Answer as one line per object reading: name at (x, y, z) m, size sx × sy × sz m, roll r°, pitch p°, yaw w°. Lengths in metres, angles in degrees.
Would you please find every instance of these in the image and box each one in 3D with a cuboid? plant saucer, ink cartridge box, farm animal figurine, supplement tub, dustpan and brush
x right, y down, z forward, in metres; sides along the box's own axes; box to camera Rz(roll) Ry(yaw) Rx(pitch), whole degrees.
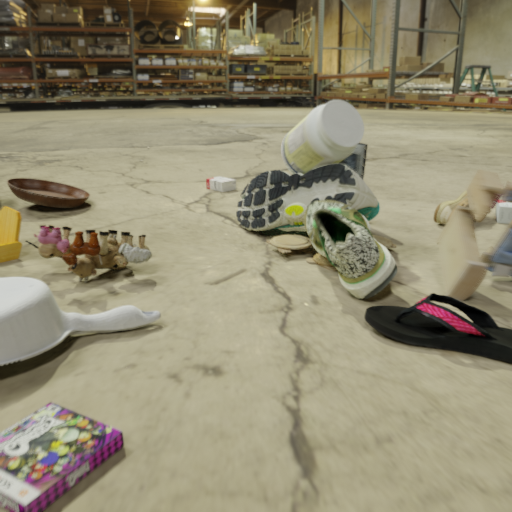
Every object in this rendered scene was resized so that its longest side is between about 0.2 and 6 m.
plant saucer at (-5.109, -1.529, 13.786) m, size 1.942 × 0.334 × 1.942 m, roll 14°, pitch 14°, yaw -3°
ink cartridge box at (5.907, -0.961, 12.504) m, size 0.981 × 0.406 × 0.715 m, roll 5°, pitch 19°, yaw 16°
farm animal figurine at (-2.750, -0.013, 9.205) m, size 1.607 × 0.847 × 1.625 m, roll 0°, pitch 7°, yaw -39°
ink cartridge box at (-0.986, -2.020, 15.820) m, size 0.530 × 0.299 × 0.722 m, roll -17°, pitch 25°, yaw -41°
supplement tub at (1.277, -2.248, 10.923) m, size 1.115 × 1.115 × 1.538 m, roll -10°, pitch -9°, yaw -27°
dustpan and brush at (-2.758, 0.805, 6.904) m, size 3.115 × 0.891 × 2.174 m, roll -14°, pitch 19°, yaw -18°

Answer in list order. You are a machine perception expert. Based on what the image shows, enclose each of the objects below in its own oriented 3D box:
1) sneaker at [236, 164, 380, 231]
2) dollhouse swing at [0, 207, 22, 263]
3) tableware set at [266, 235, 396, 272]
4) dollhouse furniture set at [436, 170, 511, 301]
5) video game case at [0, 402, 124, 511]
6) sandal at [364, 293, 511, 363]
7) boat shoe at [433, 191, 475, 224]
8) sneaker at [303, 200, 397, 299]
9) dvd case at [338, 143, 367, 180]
sneaker at (0.925, -0.967, 11.459) m, size 3.375 × 1.308 × 1.344 m, roll 3°, pitch -16°, yaw 43°
dollhouse swing at (-4.774, -0.387, 10.152) m, size 0.858 × 0.830 × 0.944 m, roll -17°, pitch 26°, yaw -41°
tableware set at (1.403, -0.201, 10.529) m, size 2.141 × 0.248 × 1.789 m, roll -16°, pitch 25°, yaw -39°
dollhouse furniture set at (3.841, -0.096, 8.192) m, size 1.821 × 1.719 × 1.188 m, roll 10°, pitch 48°, yaw -3°
video game case at (-1.871, 1.724, 4.864) m, size 0.964 × 0.190 × 1.063 m, roll 11°, pitch 21°, yaw 29°
sandal at (2.570, 0.827, 6.966) m, size 2.417 × 0.545 × 0.908 m, roll 10°, pitch 21°, yaw 26°
boat shoe at (4.703, -1.016, 12.462) m, size 1.783 × 0.636 × 0.575 m, roll -23°, pitch 35°, yaw -32°
sneaker at (1.292, -0.470, 8.921) m, size 1.023 × 1.179 × 2.661 m, roll -38°, pitch 30°, yaw 4°
dvd case at (1.803, -1.749, 12.524) m, size 1.282 × 1.706 × 0.211 m, roll 20°, pitch 29°, yaw 36°
